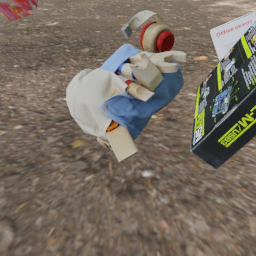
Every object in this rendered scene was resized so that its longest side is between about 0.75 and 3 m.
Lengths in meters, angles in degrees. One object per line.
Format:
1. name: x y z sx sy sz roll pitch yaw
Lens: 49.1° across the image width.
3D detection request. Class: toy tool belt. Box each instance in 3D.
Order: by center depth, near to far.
1. toy tool belt: 0.177 -0.429 2.952 1.556 0.972 0.957 -49 51 -9

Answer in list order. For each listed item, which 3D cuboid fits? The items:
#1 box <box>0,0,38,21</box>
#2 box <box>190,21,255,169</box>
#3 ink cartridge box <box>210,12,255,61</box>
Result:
1. box: -3.309 -3.918 7.285 0.935 1.976 1.014 -7 68 19
2. box: 1.000 -0.454 2.230 0.297 1.206 1.248 32 33 -4
3. ink cartridge box: 2.309 -1.612 5.751 0.892 1.234 0.523 -18 16 24
